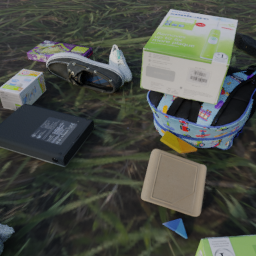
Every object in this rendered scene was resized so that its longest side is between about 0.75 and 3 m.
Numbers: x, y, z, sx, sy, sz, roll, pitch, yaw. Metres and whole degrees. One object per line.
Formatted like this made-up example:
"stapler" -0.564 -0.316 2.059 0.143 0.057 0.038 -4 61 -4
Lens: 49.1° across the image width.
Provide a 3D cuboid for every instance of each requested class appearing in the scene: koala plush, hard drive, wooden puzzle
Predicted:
"koala plush" -2.861 2.015 4.969 1.385 1.273 1.228 20 47 -8
"hard drive" -2.324 0.095 7.607 2.328 0.383 1.624 14 42 16
"wooden puzzle" 0.993 1.130 5.945 1.358 0.235 2.012 24 62 1

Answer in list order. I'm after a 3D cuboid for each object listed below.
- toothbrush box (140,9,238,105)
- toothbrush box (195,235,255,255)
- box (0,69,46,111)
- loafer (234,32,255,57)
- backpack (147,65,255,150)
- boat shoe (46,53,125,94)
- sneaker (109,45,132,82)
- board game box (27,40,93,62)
"toothbrush box" 1.439 -1.722 6.374 1.687 0.997 2.317 16 43 14
"toothbrush box" 2.160 2.923 3.632 1.998 1.181 2.743 -3 39 -4
"box" -3.319 -1.217 8.919 0.771 0.695 1.370 13 42 13
"loafer" 5.078 -3.519 11.788 0.601 0.581 1.712 -13 46 -22
"backpack" 1.834 -0.509 7.154 2.550 1.879 2.793 20 43 22
"boat shoe" -1.555 -1.834 9.465 2.880 0.988 0.815 14 42 12
"sneaker" -0.349 -2.386 10.194 0.721 0.847 1.915 -10 41 -13
"board game box" -2.734 -3.036 11.393 2.284 0.369 1.371 14 38 16
